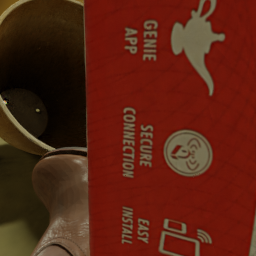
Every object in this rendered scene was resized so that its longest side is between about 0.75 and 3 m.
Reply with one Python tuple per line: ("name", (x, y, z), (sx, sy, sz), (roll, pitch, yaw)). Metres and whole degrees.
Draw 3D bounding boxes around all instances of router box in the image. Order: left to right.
("router box", (0.948, 0.751, 0.518), (2.074, 2.311, 0.564), (7, 16, 24))

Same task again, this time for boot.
("boot", (-1.079, 1.148, 1.902), (2.960, 0.951, 2.759), (-21, 24, -41))

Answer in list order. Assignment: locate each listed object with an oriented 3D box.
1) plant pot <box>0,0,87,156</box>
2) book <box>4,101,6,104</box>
("plant pot", (-1.516, -0.541, 5.073), (2.457, 2.457, 2.637), (-15, -1, -40))
("book", (-3.066, -0.657, 7.218), (1.224, 0.294, 0.817), (53, 24, 23))
